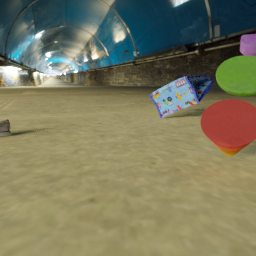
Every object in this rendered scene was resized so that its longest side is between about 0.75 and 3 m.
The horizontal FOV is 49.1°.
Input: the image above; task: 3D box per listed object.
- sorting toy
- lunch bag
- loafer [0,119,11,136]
[{"bbox_3d":[1.925,-0.510,4.761,0.896,0.890,2.585,11,56,25],"label":"sorting toy"},{"bbox_3d":[2.037,-1.341,10.080,1.583,0.989,2.103,-23,7,39],"label":"lunch bag"},{"bbox_3d":[-3.470,0.003,6.612,1.319,0.415,0.474,-4,11,-39],"label":"loafer"}]
